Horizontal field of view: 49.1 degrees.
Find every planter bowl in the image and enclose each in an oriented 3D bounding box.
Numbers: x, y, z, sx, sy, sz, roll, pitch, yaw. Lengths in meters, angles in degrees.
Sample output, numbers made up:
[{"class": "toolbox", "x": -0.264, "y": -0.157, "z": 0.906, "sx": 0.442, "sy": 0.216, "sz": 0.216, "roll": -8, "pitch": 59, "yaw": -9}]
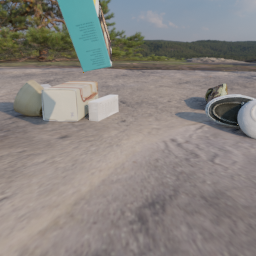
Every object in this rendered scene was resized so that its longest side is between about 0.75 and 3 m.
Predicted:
[{"class": "planter bowl", "x": -3.351, "y": -0.957, "z": 10.123, "sx": 0.878, "sy": 1.305, "sz": 1.305, "roll": 28, "pitch": 19, "yaw": 1}]

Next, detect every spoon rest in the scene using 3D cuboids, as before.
[{"class": "spoon rest", "x": 4.339, "y": -0.423, "z": 7.663, "sx": 2.538, "sy": 1.261, "sz": 0.769, "roll": -16, "pitch": -30, "yaw": 17}]

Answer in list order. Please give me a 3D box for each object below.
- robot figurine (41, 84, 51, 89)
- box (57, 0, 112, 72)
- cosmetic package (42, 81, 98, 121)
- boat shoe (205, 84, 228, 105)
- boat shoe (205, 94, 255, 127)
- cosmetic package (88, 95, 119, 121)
[{"class": "robot figurine", "x": -3.660, "y": -1.269, "z": 11.411, "sx": 1.667, "sy": 0.942, "sz": 1.414, "roll": -14, "pitch": 17, "yaw": -39}, {"class": "box", "x": -0.750, "y": -2.022, "z": 4.356, "sx": 0.526, "sy": 2.142, "sz": 0.881, "roll": -10, "pitch": 46, "yaw": 5}, {"class": "cosmetic package", "x": -2.056, "y": -1.080, "z": 10.466, "sx": 1.309, "sy": 1.105, "sz": 2.532, "roll": 2, "pitch": 16, "yaw": 8}, {"class": "boat shoe", "x": 3.667, "y": -1.364, "z": 11.717, "sx": 0.847, "sy": 0.956, "sz": 2.613, "roll": 9, "pitch": 18, "yaw": 12}, {"class": "boat shoe", "x": 3.776, "y": -0.433, "z": 8.391, "sx": 2.816, "sy": 1.015, "sz": 0.999, "roll": 6, "pitch": 13, "yaw": 14}, {"class": "cosmetic package", "x": -0.862, "y": -0.766, "z": 10.175, "sx": 0.413, "sy": 0.673, "sz": 1.630, "roll": 8, "pitch": 17, "yaw": 22}]
